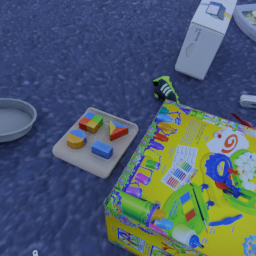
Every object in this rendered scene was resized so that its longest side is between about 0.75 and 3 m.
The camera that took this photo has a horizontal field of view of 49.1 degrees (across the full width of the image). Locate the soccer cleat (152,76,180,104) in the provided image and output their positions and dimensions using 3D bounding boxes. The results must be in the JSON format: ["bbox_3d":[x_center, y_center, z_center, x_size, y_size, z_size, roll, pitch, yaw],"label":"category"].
[{"bbox_3d":[1.070,-0.887,7.807,0.595,0.495,1.467,-17,47,4],"label":"soccer cleat"}]

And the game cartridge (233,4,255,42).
[{"bbox_3d":[4.897,-3.941,10.400,1.518,0.466,2.281,-10,50,-3],"label":"game cartridge"}]

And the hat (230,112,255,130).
[{"bbox_3d":[3.114,0.488,6.728,1.378,1.296,1.565,-12,37,54],"label":"hat"}]

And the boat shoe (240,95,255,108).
[{"bbox_3d":[3.613,-0.716,7.706,1.011,0.364,0.332,8,54,18],"label":"boat shoe"}]

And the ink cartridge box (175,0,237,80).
[{"bbox_3d":[2.359,-2.855,8.492,1.006,1.671,2.300,24,52,9],"label":"ink cartridge box"}]

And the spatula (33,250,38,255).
[{"bbox_3d":[-1.838,2.823,4.851,0.841,0.097,1.209,-17,52,-13],"label":"spatula"}]

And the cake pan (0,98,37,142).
[{"bbox_3d":[-3.158,-0.209,7.033,1.668,0.306,1.668,6,35,-5],"label":"cake pan"}]

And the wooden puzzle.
[{"bbox_3d":[-0.770,0.228,6.857,1.567,0.392,1.691,22,53,17],"label":"wooden puzzle"}]

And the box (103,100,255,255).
[{"bbox_3d":[1.311,1.207,5.213,2.546,1.612,2.643,21,52,17],"label":"box"}]
